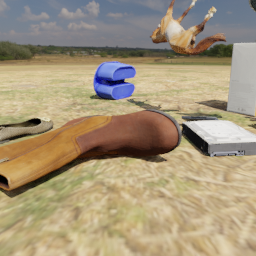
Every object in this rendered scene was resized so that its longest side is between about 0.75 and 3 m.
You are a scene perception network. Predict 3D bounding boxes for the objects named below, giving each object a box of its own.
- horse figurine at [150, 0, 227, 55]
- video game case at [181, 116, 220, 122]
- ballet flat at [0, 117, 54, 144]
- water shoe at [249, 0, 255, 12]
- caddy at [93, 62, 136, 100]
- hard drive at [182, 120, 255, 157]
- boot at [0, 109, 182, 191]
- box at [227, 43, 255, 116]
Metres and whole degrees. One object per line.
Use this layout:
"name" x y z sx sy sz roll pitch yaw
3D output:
"horse figurine" 1.691 -3.044 8.630 0.707 1.878 2.834 14 31 -40
"video game case" 2.108 -0.225 8.040 0.972 0.092 0.694 3 -8 31
"ballet flat" -2.752 -0.042 7.249 0.677 0.466 2.010 10 18 33
"water shoe" 3.491 -2.834 6.497 1.424 0.509 0.562 21 41 5
"caddy" -0.647 -2.213 13.007 1.219 1.642 2.323 15 21 32
"hard drive" 2.166 0.188 6.657 1.298 0.351 1.858 -2 16 -5
"boot" -0.841 0.306 5.025 2.749 1.000 2.921 12 20 37
"box" 4.486 -1.731 9.801 1.471 2.366 1.153 -10 18 -32
